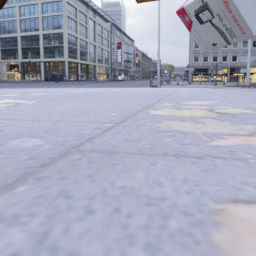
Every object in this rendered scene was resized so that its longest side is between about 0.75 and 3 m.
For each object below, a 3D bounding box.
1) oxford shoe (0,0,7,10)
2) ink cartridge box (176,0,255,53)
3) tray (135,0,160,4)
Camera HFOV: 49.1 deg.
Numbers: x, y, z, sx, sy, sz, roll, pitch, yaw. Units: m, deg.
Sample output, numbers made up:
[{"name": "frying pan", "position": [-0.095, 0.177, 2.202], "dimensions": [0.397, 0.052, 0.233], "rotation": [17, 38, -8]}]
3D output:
[{"name": "oxford shoe", "position": [-2.990, -2.069, 4.617], "dimensions": [2.677, 1.001, 0.943], "rotation": [-18, -13, 24]}, {"name": "ink cartridge box", "position": [2.932, -3.594, 8.772], "dimensions": [1.060, 1.846, 2.542], "rotation": [-44, 16, -11]}, {"name": "tray", "position": [0.836, -3.460, 6.794], "dimensions": [0.938, 0.352, 1.901], "rotation": [-25, 14, 32]}]
